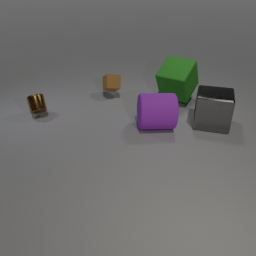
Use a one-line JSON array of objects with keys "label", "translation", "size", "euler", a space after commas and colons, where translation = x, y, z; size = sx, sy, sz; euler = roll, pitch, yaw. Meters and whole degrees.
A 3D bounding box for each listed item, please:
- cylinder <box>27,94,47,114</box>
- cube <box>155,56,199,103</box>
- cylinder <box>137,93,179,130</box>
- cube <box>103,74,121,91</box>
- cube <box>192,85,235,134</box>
[{"label": "cylinder", "translation": [-3.852, -1.016, 11.849], "size": [0.700, 0.700, 0.700], "euler": [-16, -5, -1]}, {"label": "cube", "translation": [2.261, -2.220, 12.749], "size": [1.400, 1.400, 1.400], "euler": [18, 60, 29]}, {"label": "cylinder", "translation": [1.112, -0.645, 10.854], "size": [1.400, 1.400, 1.400], "euler": [0, 29, -5]}, {"label": "cube", "translation": [-0.798, -2.199, 13.584], "size": [0.700, 0.700, 0.700], "euler": [0, -1, -23]}, {"label": "cube", "translation": [3.392, -0.765, 11.127], "size": [1.400, 1.400, 1.400], "euler": [8, 30, 15]}]
